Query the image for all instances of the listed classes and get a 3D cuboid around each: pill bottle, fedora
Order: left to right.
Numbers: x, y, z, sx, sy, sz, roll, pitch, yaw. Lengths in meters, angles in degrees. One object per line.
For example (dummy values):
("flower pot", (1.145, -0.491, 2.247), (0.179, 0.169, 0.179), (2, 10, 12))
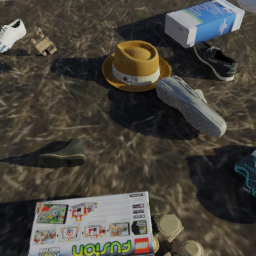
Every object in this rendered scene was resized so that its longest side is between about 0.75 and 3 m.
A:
("fedora", (0.286, -2.390, 9.984), (2.546, 1.039, 2.546), (0, 49, 0))
("pill bottle", (3.224, -3.363, 6.475), (1.202, 1.202, 2.200), (30, 40, 23))

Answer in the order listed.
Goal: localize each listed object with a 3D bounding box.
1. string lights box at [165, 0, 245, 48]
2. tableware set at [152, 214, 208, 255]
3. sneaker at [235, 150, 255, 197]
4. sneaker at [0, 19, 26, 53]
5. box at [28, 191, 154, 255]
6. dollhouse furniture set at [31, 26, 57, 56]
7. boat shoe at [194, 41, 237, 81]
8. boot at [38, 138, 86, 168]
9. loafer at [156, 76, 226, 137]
("string lights box", (3.239, -4.543, 11.926), (2.987, 0.881, 1.535), (-24, 53, -19))
("tableware set", (0.889, 2.605, 6.111), (1.241, 0.172, 1.485), (-25, 41, -20))
("sneaker", (3.345, 1.503, 6.969), (0.899, 0.765, 1.971), (-20, 47, 4))
("sneaker", (-4.962, -3.786, 11.405), (0.714, 0.692, 1.954), (16, 51, 13))
("box", (-0.794, 2.258, 6.195), (2.622, 0.455, 1.443), (-6, 49, 2))
("dollhouse furniture set", (-3.343, -3.335, 10.792), (0.576, 1.111, 0.492), (-39, 57, -1))
("boat shoe", (3.270, -2.700, 10.457), (0.798, 0.751, 2.221), (-18, 50, -13))
("boot", (-1.822, 0.643, 7.807), (1.253, 0.485, 0.867), (5, 44, -13))
("loafer", (2.011, -0.801, 8.663), (0.972, 0.974, 2.785), (-32, 56, -16))
